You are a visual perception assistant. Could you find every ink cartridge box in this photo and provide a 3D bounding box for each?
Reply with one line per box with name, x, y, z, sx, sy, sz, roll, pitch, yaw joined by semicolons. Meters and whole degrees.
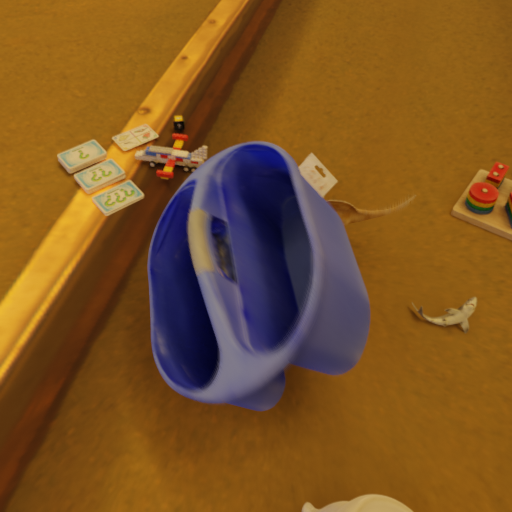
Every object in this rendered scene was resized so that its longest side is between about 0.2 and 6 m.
ink cartridge box;1.161;-1.508;12.288;0.950;1.172;0.294;52;24;22

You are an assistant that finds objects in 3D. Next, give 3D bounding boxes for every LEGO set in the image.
LEGO set;-2.812;-2.545;13.585;3.305;0.811;2.469;-30;57;-25

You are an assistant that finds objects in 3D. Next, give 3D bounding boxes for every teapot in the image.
teapot;1.462;4.065;7.071;1.759;1.302;1.782;29;32;-6

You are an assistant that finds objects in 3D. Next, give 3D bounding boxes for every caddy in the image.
caddy;-0.214;0.229;8.642;3.096;2.299;4.380;-32;47;23

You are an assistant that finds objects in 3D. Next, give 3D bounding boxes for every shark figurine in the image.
shark figurine;3.547;1.097;10.500;1.138;0.680;0.475;-8;19;15

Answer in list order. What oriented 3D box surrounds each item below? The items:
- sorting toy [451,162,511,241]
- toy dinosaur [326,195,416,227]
sorting toy;5.586;-1.273;12.457;1.794;0.624;1.783;28;53;23
toy dinosaur;1.674;-0.798;11.362;2.857;1.445;0.832;6;69;-8
